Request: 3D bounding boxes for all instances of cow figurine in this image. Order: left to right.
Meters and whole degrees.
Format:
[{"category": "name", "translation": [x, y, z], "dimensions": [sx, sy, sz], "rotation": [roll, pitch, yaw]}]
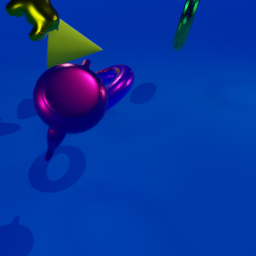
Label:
[{"category": "cow figurine", "translation": [-2.059, -3.047, 6.531], "dimensions": [1.585, 1.611, 0.884], "rotation": [-38, 18, 7]}]

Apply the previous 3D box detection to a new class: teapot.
[{"category": "teapot", "translation": [-0.739, -0.283, 3.520], "dimensions": [0.899, 0.708, 1.445], "rotation": [22, 69, -9]}]

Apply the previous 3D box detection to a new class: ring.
[{"category": "ring", "translation": [-0.681, -0.719, 5.744], "dimensions": [1.805, 0.361, 1.805], "rotation": [-25, 28, 14]}, {"category": "ring", "translation": [1.937, -3.570, 9.218], "dimensions": [0.414, 2.071, 2.071], "rotation": [19, 33, 5]}]

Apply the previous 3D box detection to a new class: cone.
[{"category": "cone", "translation": [-1.563, -2.489, 8.492], "dimensions": [1.602, 1.596, 1.596], "rotation": [5, 29, -14]}]
